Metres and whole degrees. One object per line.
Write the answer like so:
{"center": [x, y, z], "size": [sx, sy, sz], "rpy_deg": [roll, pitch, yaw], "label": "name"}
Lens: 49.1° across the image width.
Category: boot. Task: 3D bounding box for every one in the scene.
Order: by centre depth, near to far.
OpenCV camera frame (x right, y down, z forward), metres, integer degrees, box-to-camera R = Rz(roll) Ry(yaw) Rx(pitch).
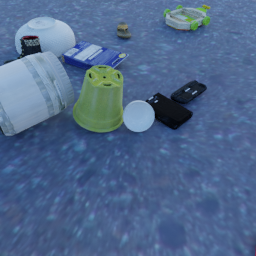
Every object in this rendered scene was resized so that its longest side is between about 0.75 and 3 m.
{"center": [-3.896, -2.789, 10.362], "size": [1.608, 1.214, 0.580], "rpy_deg": [-3, 44, -3], "label": "boot"}

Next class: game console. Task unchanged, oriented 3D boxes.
{"center": [1.726, -0.898, 9.081], "size": [2.385, 0.287, 1.407], "rpy_deg": [-34, 54, -29], "label": "game console"}

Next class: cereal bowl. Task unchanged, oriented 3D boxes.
{"center": [0.287, -0.376, 8.146], "size": [0.924, 0.924, 0.385], "rpy_deg": [-7, 21, -7], "label": "cereal bowl"}
{"center": [-3.479, -3.882, 11.655], "size": [2.466, 1.027, 2.466], "rpy_deg": [0, 45, 0], "label": "cereal bowl"}

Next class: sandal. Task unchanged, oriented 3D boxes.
{"center": [-0.216, -4.548, 12.767], "size": [0.626, 0.421, 1.559], "rpy_deg": [-4, 44, -4], "label": "sandal"}

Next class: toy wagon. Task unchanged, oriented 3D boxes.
{"center": [3.040, -5.432, 13.646], "size": [2.503, 0.495, 1.942], "rpy_deg": [-29, 51, -27], "label": "toy wagon"}

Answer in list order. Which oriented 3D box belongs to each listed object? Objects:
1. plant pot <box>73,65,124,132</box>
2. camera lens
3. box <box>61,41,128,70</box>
{"center": [-0.758, -0.928, 8.067], "size": [1.582, 1.454, 1.582], "rpy_deg": [8, 46, -8], "label": "plant pot"}
{"center": [-2.924, -0.975, 7.924], "size": [2.282, 1.825, 1.825], "rpy_deg": [-29, 51, -21], "label": "camera lens"}
{"center": [-1.263, -2.716, 10.891], "size": [2.281, 0.370, 1.382], "rpy_deg": [22, 48, 23], "label": "box"}
